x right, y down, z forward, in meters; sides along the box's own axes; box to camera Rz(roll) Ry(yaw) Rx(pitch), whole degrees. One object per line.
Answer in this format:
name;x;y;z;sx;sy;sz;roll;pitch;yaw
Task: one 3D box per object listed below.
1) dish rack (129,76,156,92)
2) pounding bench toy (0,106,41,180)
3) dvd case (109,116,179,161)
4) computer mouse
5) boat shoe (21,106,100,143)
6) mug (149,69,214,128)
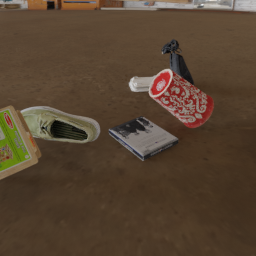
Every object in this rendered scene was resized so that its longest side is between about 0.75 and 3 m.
dish rack;0.841;-1.940;12.013;1.520;0.331;1.304;-4;29;-6
pounding bench toy;-2.872;0.033;6.011;1.230;1.980;1.545;-25;6;-13
dvd case;0.412;0.232;7.990;1.252;0.206;1.666;-22;37;-28
computer mouse;1.920;-2.361;11.124;0.560;2.125;1.472;-30;11;-6
boat shoe;-1.908;-0.082;7.186;2.368;0.852;0.734;6;9;11
mug;1.445;-0.922;8.359;1.714;1.143;1.521;30;2;-30
